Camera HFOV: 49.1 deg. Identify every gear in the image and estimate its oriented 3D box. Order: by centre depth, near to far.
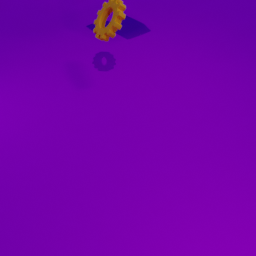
[{"bbox_3d":[-0.569,-3.230,8.346,0.233,1.261,1.261,16,30,-41],"label":"gear"}]
